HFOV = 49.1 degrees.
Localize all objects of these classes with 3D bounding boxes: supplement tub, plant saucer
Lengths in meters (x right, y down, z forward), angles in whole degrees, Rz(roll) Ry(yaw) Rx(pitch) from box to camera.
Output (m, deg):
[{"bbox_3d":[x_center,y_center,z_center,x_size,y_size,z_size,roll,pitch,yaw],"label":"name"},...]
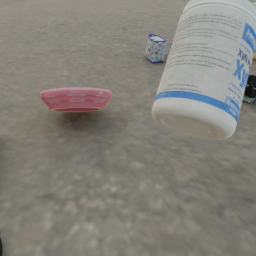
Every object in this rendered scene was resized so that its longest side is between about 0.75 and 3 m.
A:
[{"bbox_3d":[1.354,-0.999,4.893,1.432,1.432,2.171,14,79,20],"label":"supplement tub"},{"bbox_3d":[-1.451,-0.758,7.968,2.000,0.507,2.000,-2,0,0],"label":"plant saucer"}]

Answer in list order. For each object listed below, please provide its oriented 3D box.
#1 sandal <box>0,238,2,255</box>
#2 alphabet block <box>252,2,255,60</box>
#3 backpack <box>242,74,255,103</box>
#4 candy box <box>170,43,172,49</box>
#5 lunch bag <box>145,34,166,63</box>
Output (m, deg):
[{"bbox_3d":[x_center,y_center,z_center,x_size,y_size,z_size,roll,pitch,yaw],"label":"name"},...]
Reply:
[{"bbox_3d":[-2.473,2.162,3.780,1.105,0.663,2.943,-11,25,-9],"label":"sandal"},{"bbox_3d":[6.673,-4.142,12.187,2.283,2.295,2.337,-14,36,-19],"label":"alphabet block"},{"bbox_3d":[4.004,-1.368,9.303,0.904,0.766,1.018,30,47,27],"label":"backpack"},{"bbox_3d":[2.843,-3.269,12.335,1.452,0.661,1.717,-10,35,-17],"label":"candy box"},{"bbox_3d":[1.179,-3.569,12.483,0.732,1.005,1.182,-7,32,-20],"label":"lunch bag"}]
